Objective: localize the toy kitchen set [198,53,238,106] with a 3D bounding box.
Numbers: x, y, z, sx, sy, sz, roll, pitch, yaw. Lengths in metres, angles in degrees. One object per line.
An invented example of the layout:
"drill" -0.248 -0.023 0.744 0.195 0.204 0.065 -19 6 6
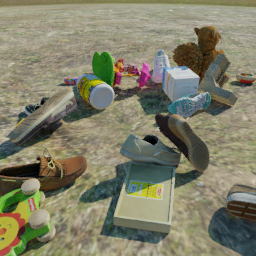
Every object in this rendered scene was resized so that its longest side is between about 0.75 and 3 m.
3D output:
"toy kitchen set" 4.604 -2.077 12.899 1.703 1.887 1.540 32 2 42

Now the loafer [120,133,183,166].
"loafer" 0.824 0.616 8.332 2.215 0.756 0.838 8 13 -34

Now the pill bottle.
"pill bottle" -1.549 -1.706 12.499 1.136 1.136 2.079 -16 34 -26

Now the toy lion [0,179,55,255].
"toy lion" -2.735 2.211 6.442 1.815 0.650 1.893 -20 35 -17

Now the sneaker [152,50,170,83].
"sneaker" 1.825 -3.336 15.289 1.105 1.165 2.893 0 32 -4

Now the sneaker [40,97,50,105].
"sneaker" -3.266 -1.106 12.186 1.165 0.446 0.668 -1 32 4

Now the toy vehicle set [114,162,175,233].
"toy vehicle set" 0.522 1.729 7.448 1.357 0.289 2.184 6 31 10

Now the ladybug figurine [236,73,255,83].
"ladybug figurine" 6.256 -2.632 14.818 1.093 0.393 0.742 10 32 16

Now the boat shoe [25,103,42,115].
"boat shoe" -3.640 -0.738 11.414 1.741 0.554 0.616 24 38 35

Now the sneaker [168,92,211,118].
"sneaker" 2.435 -1.007 11.835 2.205 0.856 1.006 -14 19 -32

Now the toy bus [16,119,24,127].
"toy bus" -3.971 -0.043 10.476 0.251 0.302 0.772 4 31 7

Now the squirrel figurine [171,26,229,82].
"squirrel figurine" 3.758 -3.758 14.412 2.932 2.736 2.075 -17 35 -27

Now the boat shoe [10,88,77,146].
"boat shoe" -2.916 -0.311 10.235 1.075 0.968 2.989 -2 38 42

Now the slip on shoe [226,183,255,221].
"slip on shoe" 3.599 1.909 6.609 2.405 0.914 0.728 8 37 27

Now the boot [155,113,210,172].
"boot" 1.665 0.375 8.726 0.695 1.920 1.597 -34 19 -13

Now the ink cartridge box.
"ink cartridge box" 2.407 -2.058 13.066 1.182 1.162 1.606 -6 31 -10

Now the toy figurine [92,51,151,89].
"toy figurine" -0.186 -2.754 13.791 2.506 2.044 2.723 -3 36 -28

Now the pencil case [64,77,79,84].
"pencil case" -2.936 -2.492 14.633 0.852 0.376 0.376 1 30 -1

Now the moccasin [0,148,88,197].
"moccasin" -2.346 1.161 7.761 2.470 0.954 0.904 -8 31 -14

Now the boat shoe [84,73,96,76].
"boat shoe" -1.477 -2.434 14.303 1.735 0.611 0.610 27 43 26
